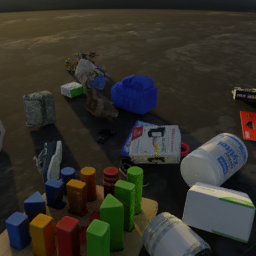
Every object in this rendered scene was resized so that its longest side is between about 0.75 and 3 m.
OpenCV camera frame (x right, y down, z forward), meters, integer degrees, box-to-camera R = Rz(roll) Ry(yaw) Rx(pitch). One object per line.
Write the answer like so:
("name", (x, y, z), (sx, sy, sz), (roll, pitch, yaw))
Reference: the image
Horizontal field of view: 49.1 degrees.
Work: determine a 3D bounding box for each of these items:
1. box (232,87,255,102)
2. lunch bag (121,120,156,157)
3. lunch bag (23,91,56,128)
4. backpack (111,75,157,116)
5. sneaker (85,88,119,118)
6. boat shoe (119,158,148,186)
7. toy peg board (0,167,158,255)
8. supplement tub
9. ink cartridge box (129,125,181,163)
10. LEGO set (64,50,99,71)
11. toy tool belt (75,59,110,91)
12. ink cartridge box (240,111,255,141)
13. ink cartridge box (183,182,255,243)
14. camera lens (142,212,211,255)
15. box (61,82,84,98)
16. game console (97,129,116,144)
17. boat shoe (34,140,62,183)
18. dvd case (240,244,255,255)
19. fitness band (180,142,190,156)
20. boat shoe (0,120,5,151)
("box", (5.905, -1.507, 12.865), (2.047, 0.504, 2.120), (6, 14, 16))
("lunch bag", (0.540, 0.557, 9.628), (1.162, 0.726, 1.544), (15, 42, 21))
("lunch bag", (-3.565, -0.739, 11.191), (1.127, 1.343, 0.936), (-12, 29, -28))
("backpack", (0.214, -1.564, 12.452), (1.853, 1.555, 1.506), (14, 25, 30))
("sneaker", (-1.176, -0.962, 12.223), (1.023, 0.954, 2.707), (20, 15, -22))
("boat shoe", (0.153, 1.339, 8.459), (0.439, 0.376, 1.200), (-18, 36, -32))
("toy peg board", (-1.060, 1.808, 6.296), (2.910, 1.429, 2.922), (11, 26, 19))
("supplement tub", (2.555, 0.989, 8.228), (1.835, 1.211, 1.211), (-25, 38, -38))
("ink cartridge box", (0.875, 0.515, 8.782), (1.469, 0.608, 1.070), (-3, 57, 17))
("LEGO set", (-3.024, -4.442, 17.819), (1.634, 1.231, 2.125), (18, 34, 29))
("toy tool belt", (-1.583, -2.470, 14.010), (1.429, 1.452, 2.326), (16, -6, 15))
("ink cartridge box", (5.711, -0.223, 11.030), (2.230, 0.559, 2.569), (9, 30, 14))
("ink cartridge box", (2.067, 1.814, 6.410), (1.321, 0.763, 1.809), (12, -2, 20))
("camera lens", (1.001, 2.478, 5.780), (0.980, 0.980, 1.225), (-20, 35, -31))
("box", (-2.820, -1.961, 14.229), (0.792, 0.434, 0.897), (22, 36, 34))
("game console", (-0.899, 0.298, 10.553), (0.583, 0.119, 0.989), (10, 30, 18))
("boat shoe", (-2.447, 1.005, 8.585), (0.674, 0.816, 2.178), (-2, 28, -6))
("dvd case", (2.895, 3.049, 5.631), (1.846, 0.147, 1.372), (-18, 34, -29))
("fitness band", (1.727, 0.708, 9.799), (0.632, 0.165, 0.880), (-28, 39, -36))
("boat shoe", (-5.014, 0.428, 9.826), (0.963, 0.776, 2.077), (-15, 26, -7))
